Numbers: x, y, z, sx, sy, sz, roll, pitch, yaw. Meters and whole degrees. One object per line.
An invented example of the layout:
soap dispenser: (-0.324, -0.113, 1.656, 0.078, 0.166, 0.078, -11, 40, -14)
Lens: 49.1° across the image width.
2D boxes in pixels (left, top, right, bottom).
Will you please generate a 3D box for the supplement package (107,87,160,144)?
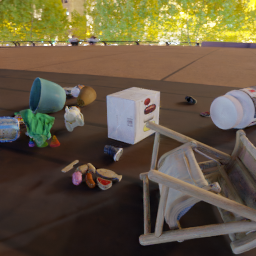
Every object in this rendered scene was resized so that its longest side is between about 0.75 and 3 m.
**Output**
supplement package: (0.230, -0.542, 10.893, 1.301, 1.691, 1.769, 15, 26, 33)

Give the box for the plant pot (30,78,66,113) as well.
plant pot: (-3.831, -1.480, 13.552, 1.339, 1.669, 1.669, 8, 14, -35)

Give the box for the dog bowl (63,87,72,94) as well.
dog bowl: (-3.579, -2.342, 17.457, 0.946, 0.277, 0.946, 0, 21, 0)

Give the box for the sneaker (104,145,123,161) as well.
sneaker: (-0.542, 0.822, 9.234, 0.602, 0.317, 0.833, 14, 14, 6)

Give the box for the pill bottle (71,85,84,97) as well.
pill bottle: (-2.945, -2.263, 16.829, 0.590, 0.590, 1.111, 4, 22, 11)

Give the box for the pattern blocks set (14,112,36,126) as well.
pattern blocks set: (-4.757, -0.418, 12.692, 1.809, 0.167, 2.058, -8, 22, -20)

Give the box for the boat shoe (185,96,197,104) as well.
boat shoe: (3.367, -1.546, 15.347, 0.302, 0.340, 0.910, 2, 27, -30)

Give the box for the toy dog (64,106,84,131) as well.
toy dog: (-2.323, -0.502, 11.746, 0.757, 1.052, 1.085, -35, 21, 11)

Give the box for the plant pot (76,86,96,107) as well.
plant pot: (-2.310, -1.579, 14.846, 0.937, 0.937, 1.006, 7, 36, 18)

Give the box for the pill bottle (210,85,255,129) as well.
pill bottle: (4.960, -0.886, 11.864, 2.840, 1.652, 1.652, -13, 25, -30)

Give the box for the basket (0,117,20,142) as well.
basket: (-4.550, 0.046, 10.256, 1.183, 0.934, 1.342, -1, -9, -2)

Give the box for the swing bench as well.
swing bench: (1.700, 1.213, 6.477, 2.742, 1.779, 2.727, 6, 21, 1)

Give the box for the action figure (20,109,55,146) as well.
action figure: (-3.430, 0.032, 10.718, 1.419, 0.657, 2.402, 6, 21, -23)

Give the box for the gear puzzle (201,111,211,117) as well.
gear puzzle: (4.026, -0.731, 13.535, 1.001, 0.131, 0.519, -11, 24, -25)

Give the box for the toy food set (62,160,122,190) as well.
toy food set: (-1.057, 1.412, 7.974, 1.554, 0.245, 0.988, 18, 27, 22)

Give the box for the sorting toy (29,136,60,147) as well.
sorting toy: (-3.043, 0.459, 10.162, 1.110, 0.382, 0.385, -1, 22, -4)
